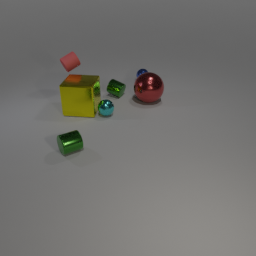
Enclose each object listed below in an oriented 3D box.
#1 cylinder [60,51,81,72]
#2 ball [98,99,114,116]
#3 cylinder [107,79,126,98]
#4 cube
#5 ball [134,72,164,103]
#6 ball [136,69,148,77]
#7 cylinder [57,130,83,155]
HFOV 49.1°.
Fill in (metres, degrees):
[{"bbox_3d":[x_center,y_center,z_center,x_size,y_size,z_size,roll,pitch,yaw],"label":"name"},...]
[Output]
[{"bbox_3d":[-2.663,-3.052,12.917,0.700,0.700,0.700,-35,40,-11],"label":"cylinder"},{"bbox_3d":[-0.930,-0.861,11.808,0.700,0.700,0.700,0,30,0],"label":"ball"},{"bbox_3d":[-0.567,-1.926,13.538,0.700,0.700,0.700,26,37,13],"label":"cylinder"},{"bbox_3d":[-2.013,-1.414,12.114,1.400,1.400,1.400,4,30,6],"label":"cube"},{"bbox_3d":[0.959,-1.857,12.897,1.400,1.400,1.400,0,30,0],"label":"ball"},{"bbox_3d":[0.808,-2.899,15.352,0.700,0.700,0.700,0,30,0],"label":"ball"},{"bbox_3d":[-1.983,0.490,9.571,0.700,0.700,0.700,-18,35,-28],"label":"cylinder"}]
